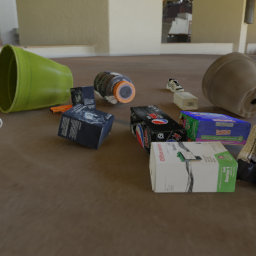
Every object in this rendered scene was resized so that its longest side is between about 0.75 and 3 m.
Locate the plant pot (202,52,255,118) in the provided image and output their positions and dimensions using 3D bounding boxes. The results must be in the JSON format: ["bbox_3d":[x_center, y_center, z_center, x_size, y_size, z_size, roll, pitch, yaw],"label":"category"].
[{"bbox_3d":[4.832,-1.646,12.116,2.566,2.566,2.227,-4,37,-13],"label":"plant pot"}]

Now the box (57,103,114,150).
[{"bbox_3d":[-1.318,-0.093,9.050,1.381,0.811,1.358,19,22,6],"label":"box"}]

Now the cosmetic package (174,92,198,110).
[{"bbox_3d":[2.768,-1.323,13.507,0.764,0.540,1.476,-2,18,-6],"label":"cosmetic package"}]

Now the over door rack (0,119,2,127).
[{"bbox_3d":[-6.302,-0.534,10.131,2.978,0.992,2.200,13,10,-34],"label":"over door rack"}]

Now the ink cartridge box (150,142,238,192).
[{"bbox_3d":[1.459,0.893,6.703,1.811,0.764,1.323,0,19,-1],"label":"ink cartridge box"}]

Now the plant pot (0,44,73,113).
[{"bbox_3d":[-4.209,-2.127,12.930,2.826,2.935,2.935,-1,15,-41],"label":"plant pot"}]

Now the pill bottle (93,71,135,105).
[{"bbox_3d":[-0.642,-1.958,13.745,1.452,1.452,2.733,-8,19,-22],"label":"pill bottle"}]

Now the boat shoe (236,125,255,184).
[{"bbox_3d":[3.581,0.741,7.149,1.212,0.976,2.614,19,32,26],"label":"boat shoe"}]

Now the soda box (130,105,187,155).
[{"bbox_3d":[0.841,0.056,8.913,1.008,0.902,2.848,-5,19,-12],"label":"soda box"}]

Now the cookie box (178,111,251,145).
[{"bbox_3d":[2.642,-0.031,8.945,1.629,0.716,1.905,4,10,-7],"label":"cookie box"}]

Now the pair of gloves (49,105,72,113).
[{"bbox_3d":[-2.195,-0.645,11.995,1.861,0.258,2.089,-10,24,-31],"label":"pair of gloves"}]

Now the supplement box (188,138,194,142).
[{"bbox_3d":[2.212,0.500,8.587,0.258,0.250,0.751,-3,15,-45],"label":"supplement box"}]

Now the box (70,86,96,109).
[{"bbox_3d":[-1.852,-1.192,11.508,0.590,1.005,0.988,-11,9,-38],"label":"box"}]

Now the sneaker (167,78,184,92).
[{"bbox_3d":[2.820,-2.608,16.990,0.615,0.712,1.625,-6,21,-22],"label":"sneaker"}]
